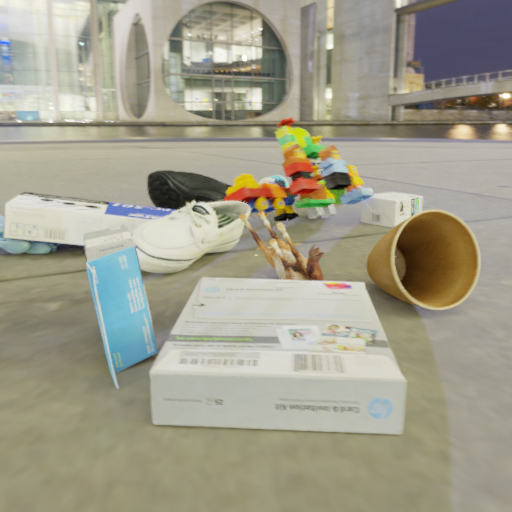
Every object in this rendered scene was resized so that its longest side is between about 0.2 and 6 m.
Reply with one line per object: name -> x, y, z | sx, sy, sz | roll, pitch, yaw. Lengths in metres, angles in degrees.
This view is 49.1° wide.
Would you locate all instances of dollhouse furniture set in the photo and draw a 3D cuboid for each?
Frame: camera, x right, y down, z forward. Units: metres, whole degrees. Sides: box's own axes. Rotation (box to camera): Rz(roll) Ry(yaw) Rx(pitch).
dollhouse furniture set -> 1.734, -1.752, 14.046 | 0.876, 0.676, 1.752 | -2, 15, -8

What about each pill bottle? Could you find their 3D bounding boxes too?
pill bottle -> 0.443, -1.692, 13.981 | 0.600, 0.600, 1.083 | 6, 15, 21

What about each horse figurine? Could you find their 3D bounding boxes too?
horse figurine -> 0.402, 0.040, 6.869 | 0.446, 1.184, 1.786 | -39, 26, -6

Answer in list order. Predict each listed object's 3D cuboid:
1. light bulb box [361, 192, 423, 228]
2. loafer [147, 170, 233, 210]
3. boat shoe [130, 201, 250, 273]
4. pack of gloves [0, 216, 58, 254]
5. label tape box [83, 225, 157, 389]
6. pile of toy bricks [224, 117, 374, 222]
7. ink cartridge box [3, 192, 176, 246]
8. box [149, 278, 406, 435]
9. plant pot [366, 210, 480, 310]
light bulb box -> 2.692, -0.931, 11.133 | 0.878, 0.548, 0.870 | -11, 18, -37
loafer -> -1.215, -1.189, 11.393 | 0.983, 0.951, 2.800 | -18, 28, -41
boat shoe -> -0.939, -0.445, 8.140 | 0.892, 0.810, 2.425 | 40, 27, 14
pack of gloves -> -5.016, -0.406, 8.485 | 3.470, 0.685, 2.916 | 20, 7, 21
label tape box -> -1.216, 0.380, 5.045 | 0.477, 1.034, 1.443 | -13, 18, -16
pile of toy bricks -> 0.828, -1.678, 10.146 | 1.848, 1.644, 3.330 | -23, -10, 36
ink cartridge box -> -2.541, -0.527, 8.919 | 2.518, 0.557, 1.184 | 6, 13, -12
box -> 0.201, 0.729, 4.929 | 1.778, 0.469, 2.280 | 1, 16, 3
plant pot -> 1.789, 0.088, 6.567 | 1.085, 1.085, 1.164 | -4, -4, -17
